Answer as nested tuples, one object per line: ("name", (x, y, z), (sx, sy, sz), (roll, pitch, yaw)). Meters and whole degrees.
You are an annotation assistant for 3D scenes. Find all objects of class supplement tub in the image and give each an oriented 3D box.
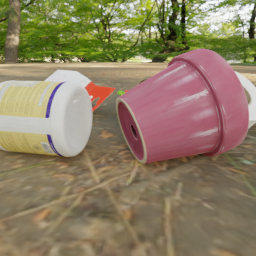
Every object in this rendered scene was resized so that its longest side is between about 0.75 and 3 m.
("supplement tub", (-2.200, -0.252, 6.581), (2.347, 1.706, 1.706), (4, 17, 16))

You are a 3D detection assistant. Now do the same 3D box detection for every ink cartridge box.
("ink cartridge box", (-2.247, -1.212, 10.220), (2.835, 0.809, 2.304), (8, 45, 37))

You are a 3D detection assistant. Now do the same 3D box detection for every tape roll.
("tape roll", (3.055, -0.857, 8.430), (2.059, 0.720, 2.059), (13, 51, -16))

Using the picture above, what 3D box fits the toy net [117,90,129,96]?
("toy net", (0.476, -0.933, 10.828), (2.182, 0.421, 1.145), (-4, 46, -50))

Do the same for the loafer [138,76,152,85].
("loafer", (1.122, -0.845, 8.711), (0.883, 0.995, 2.618), (-1, 33, -47))

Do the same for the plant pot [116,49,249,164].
("plant pot", (1.003, -0.309, 6.241), (2.155, 2.407, 2.407), (-20, 21, -13))
